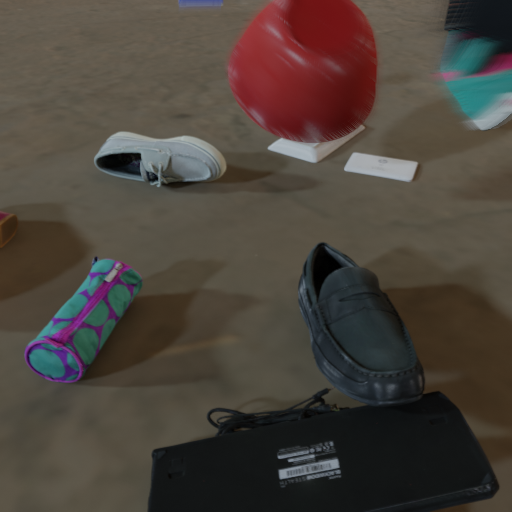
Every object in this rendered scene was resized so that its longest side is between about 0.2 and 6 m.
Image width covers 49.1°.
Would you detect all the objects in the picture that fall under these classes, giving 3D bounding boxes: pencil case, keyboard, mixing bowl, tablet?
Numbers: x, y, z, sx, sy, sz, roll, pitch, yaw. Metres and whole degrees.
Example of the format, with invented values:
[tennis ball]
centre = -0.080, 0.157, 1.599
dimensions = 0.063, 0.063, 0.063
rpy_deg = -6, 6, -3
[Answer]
[pencil case]
centre = -2.232, 0.797, 7.433
dimensions = 0.788, 0.856, 1.853
rpy_deg = 24, 39, -1
[keyboard]
centre = 0.551, 2.165, 5.689
dimensions = 3.275, 0.649, 1.705
rpy_deg = -12, 31, 3
[mixing bowl]
centre = 0.960, -3.518, 9.622
dimensions = 2.750, 1.489, 2.750
rpy_deg = 3, 69, -8
[tablet]
centre = 2.677, -1.921, 11.975
dimensions = 1.418, 0.097, 0.923
rpy_deg = 13, 37, 17

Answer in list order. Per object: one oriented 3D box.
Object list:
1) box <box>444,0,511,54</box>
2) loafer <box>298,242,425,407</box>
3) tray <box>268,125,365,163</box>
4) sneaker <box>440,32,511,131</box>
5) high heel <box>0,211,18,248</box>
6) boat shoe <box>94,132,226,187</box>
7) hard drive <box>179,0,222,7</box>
[box]
centre = 3.273, -3.496, 7.240
dimensions = 1.322, 0.739, 1.873
rpy_deg = 19, 56, 4
[loafer]
centre = 1.110, 0.688, 6.777
dimensions = 1.061, 1.097, 3.125
rpy_deg = -6, 19, -7
[tray]
centre = 1.465, -2.877, 13.186
dimensions = 1.315, 0.272, 2.450
rpy_deg = 23, 41, 27
[sneaker]
centre = 3.798, -3.430, 8.602
dimensions = 2.680, 1.618, 1.121
rpy_deg = -50, 7, -6
[high heel]
centre = -5.065, -0.195, 8.592
dimensions = 1.432, 1.005, 2.985
rpy_deg = 14, 31, 3
[boat shoe]
centre = -1.980, -1.795, 11.188
dimensions = 2.798, 0.976, 0.996
rpy_deg = 12, 47, 23
[hard drive]
centre = -1.159, -5.421, 11.587
dimensions = 0.893, 0.113, 0.589
rpy_deg = -4, 68, -5
